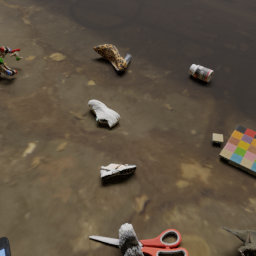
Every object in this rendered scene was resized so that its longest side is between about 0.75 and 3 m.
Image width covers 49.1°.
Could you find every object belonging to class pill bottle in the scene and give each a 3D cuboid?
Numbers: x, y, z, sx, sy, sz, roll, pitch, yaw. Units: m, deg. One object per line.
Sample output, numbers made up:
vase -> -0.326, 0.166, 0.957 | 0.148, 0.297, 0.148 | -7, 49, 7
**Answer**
pill bottle -> 3.068, -2.324, 11.787 | 0.890, 0.507, 0.507 | 28, 53, 24

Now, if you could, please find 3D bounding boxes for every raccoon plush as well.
raccoon plush -> -0.300, 3.710, 6.064 | 1.901, 1.373, 2.838 | -23, 25, -5

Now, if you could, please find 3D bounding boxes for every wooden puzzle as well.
wooden puzzle -> 4.086, 0.779, 9.119 | 2.783, 0.195, 1.650 | 27, 53, 23

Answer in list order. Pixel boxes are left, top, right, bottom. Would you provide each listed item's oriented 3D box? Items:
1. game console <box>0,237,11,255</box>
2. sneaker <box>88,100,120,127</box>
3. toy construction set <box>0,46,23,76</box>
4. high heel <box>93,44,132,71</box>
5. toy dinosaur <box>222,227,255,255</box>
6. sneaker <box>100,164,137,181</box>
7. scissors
game console -> -3.415, 3.257, 6.347 | 1.345, 0.890, 1.530 | -18, 50, -16
sneaker -> -1.001, -0.512, 10.150 | 1.410, 0.531, 0.624 | 30, 66, 24
toy construction set -> -5.334, -2.828, 11.868 | 1.145, 1.242, 1.490 | -7, 37, 22
high heel -> -0.830, -3.106, 12.378 | 1.826, 0.652, 1.302 | 18, 43, 5
toy dinosaur -> 3.238, 2.995, 6.845 | 1.979, 0.762, 1.012 | 24, 40, 28
sneaker -> -0.305, 1.243, 8.543 | 1.147, 0.423, 0.459 | -11, 46, -10
scissors -> 0.248, 3.037, 7.041 | 2.479, 0.173, 0.907 | -2, 48, -2
